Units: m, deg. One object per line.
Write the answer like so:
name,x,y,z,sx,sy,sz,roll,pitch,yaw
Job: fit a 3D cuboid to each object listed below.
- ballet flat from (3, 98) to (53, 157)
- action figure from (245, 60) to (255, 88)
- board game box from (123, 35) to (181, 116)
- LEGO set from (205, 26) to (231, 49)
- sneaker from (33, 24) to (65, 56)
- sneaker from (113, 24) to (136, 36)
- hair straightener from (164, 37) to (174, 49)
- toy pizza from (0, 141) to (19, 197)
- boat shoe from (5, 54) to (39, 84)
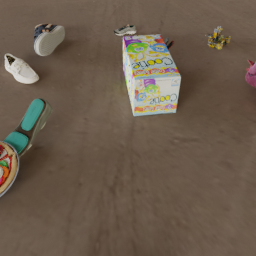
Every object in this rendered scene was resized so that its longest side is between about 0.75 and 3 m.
ballet flat,-2.714,0.176,7.564,0.713,0.674,2.115,26,77,18
action figure,4.619,-1.326,9.015,2.150,1.934,2.887,-47,33,13
board game box,0.664,-1.810,9.170,1.397,1.373,2.665,-5,44,-6
LEGO set,3.865,-3.854,11.810,1.106,0.641,0.850,-32,53,-29
sneaker,-3.423,-3.601,11.376,0.926,0.915,2.333,12,34,5
sneaker,-0.157,-4.423,12.562,1.071,0.425,0.396,-14,47,-12
hair straightener,1.062,-2.861,10.395,0.528,1.373,0.281,27,47,-26
toy pizza,-3.484,1.023,6.720,1.738,0.275,1.738,-4,57,7
boat shoe,-3.916,-2.172,10.078,1.818,0.630,0.644,30,52,28
